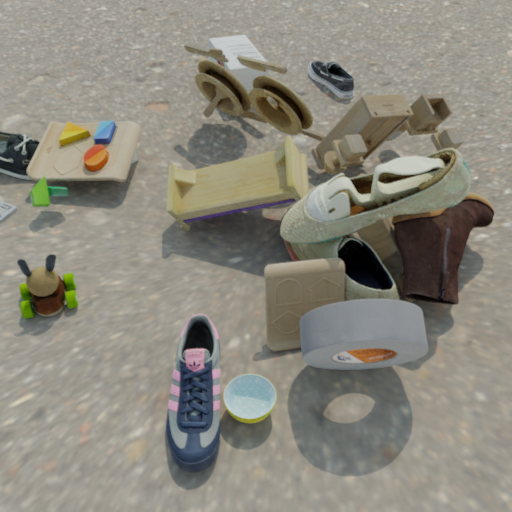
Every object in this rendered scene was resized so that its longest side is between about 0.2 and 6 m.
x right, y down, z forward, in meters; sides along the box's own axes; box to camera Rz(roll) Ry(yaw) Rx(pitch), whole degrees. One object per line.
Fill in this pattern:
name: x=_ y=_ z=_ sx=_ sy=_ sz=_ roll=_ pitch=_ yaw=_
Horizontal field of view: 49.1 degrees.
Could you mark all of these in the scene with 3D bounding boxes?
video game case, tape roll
video game case: x=-5.167 y=-0.807 z=10.683 sx=0.868 sy=0.096 sz=0.792 roll=20 pitch=47 yaw=18
tape roll: x=1.418 y=1.092 z=7.499 sx=1.653 sy=1.653 sz=0.546 roll=-1 pitch=66 yaw=-1

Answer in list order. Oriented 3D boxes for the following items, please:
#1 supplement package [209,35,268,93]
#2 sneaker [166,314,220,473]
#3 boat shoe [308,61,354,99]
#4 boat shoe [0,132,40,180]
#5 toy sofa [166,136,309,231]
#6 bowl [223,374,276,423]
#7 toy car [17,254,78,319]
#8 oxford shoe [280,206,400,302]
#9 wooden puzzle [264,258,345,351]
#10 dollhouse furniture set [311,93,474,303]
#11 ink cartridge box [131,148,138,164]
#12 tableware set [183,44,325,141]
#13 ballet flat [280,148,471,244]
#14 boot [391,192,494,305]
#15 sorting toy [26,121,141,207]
supplement package: x=-0.460 y=-4.657 z=14.033 sx=0.997 sy=1.036 sz=1.821 roll=-13 pitch=45 yaw=-15
sneaker: x=-0.840 y=1.728 z=7.450 sx=0.746 sy=0.872 sz=2.127 roll=-3 pitch=44 yaw=-3
boat shoe: x=1.932 y=-4.709 z=14.398 sx=0.649 sy=0.613 sz=1.809 roll=-17 pitch=46 yaw=-17
boat shoe: x=-5.027 y=-2.153 z=11.622 sx=2.452 sy=0.740 sz=0.927 roll=4 pitch=44 yaw=4
toy sofa: x=-0.283 y=-1.164 z=10.009 sx=2.449 sy=1.195 sz=1.014 roll=-10 pitch=64 yaw=18
bowl: x=-0.082 y=1.986 z=7.541 sx=0.703 sy=0.378 sz=0.703 roll=0 pitch=42 yaw=0
toy car: x=-3.340 y=0.367 z=8.769 sx=0.843 sy=1.026 sz=0.809 roll=-13 pitch=45 yaw=-13
oxford shoe: x=1.381 y=-0.073 z=9.151 sx=1.085 sy=1.131 sz=3.064 roll=-21 pitch=47 yaw=-21
wooden puzzle: x=0.714 y=0.703 z=8.373 sx=1.210 sy=1.306 sz=0.302 roll=-6 pitch=14 yaw=-11
dollhouse furniture set: x=2.778 y=-0.990 z=10.660 sx=3.166 sy=1.812 sz=3.712 roll=-13 pitch=73 yaw=-31
ink cartridge box: x=-3.194 y=-2.241 z=11.912 sx=1.113 sy=0.467 sz=0.809 roll=29 pitch=51 yaw=27
tableware set: x=-0.224 y=-3.211 z=11.674 sx=3.278 sy=2.167 sz=0.657 roll=30 pitch=78 yaw=41
ballet flat: x=1.633 y=-0.961 z=8.303 sx=2.917 sy=0.910 sz=0.984 roll=-15 pitch=51 yaw=15
boot: x=3.088 y=-0.115 z=9.068 sx=2.230 sy=0.807 sz=1.855 roll=7 pitch=74 yaw=-30
sorting toy: x=-3.484 y=-1.887 z=11.076 sx=1.935 sy=0.385 sz=2.618 roll=3 pitch=49 yaw=2
